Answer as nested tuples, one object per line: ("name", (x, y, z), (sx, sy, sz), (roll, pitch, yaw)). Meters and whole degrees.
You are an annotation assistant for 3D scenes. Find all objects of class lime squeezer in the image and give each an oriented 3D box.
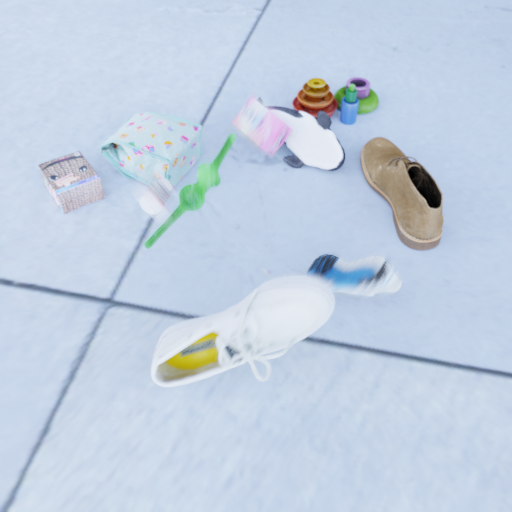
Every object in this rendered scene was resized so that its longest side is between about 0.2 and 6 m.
("lime squeezer", (-1.141, -1.296, 10.423), (0.527, 2.795, 0.987), (50, 27, 12))

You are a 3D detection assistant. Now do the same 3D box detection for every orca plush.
("orca plush", (1.070, -2.810, 13.599), (2.733, 0.972, 1.438), (21, 95, 24))

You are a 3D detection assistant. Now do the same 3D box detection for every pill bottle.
("pill bottle", (-1.562, -0.959, 8.831), (0.346, 0.346, 0.625), (9, 39, 9))

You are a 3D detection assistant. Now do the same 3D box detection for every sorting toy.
("sorting toy", (2.179, -4.224, 14.582), (2.478, 1.017, 1.489), (-18, 49, -17))

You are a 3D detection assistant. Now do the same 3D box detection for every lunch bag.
("lunch bag", (-2.416, -2.514, 12.897), (1.883, 1.148, 1.604), (22, 51, 12))

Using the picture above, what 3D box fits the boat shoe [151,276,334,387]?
("boat shoe", (-0.269, 1.247, 8.157), (2.983, 1.102, 1.272), (-19, 21, 14))

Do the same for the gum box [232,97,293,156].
("gum box", (0.160, -3.024, 13.157), (0.765, 0.446, 1.347), (-51, 60, 11))

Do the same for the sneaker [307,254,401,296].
("sneaker", (1.717, 0.441, 9.959), (1.872, 0.811, 0.702), (5, 69, 48))

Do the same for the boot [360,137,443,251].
("boot", (3.204, -1.751, 12.086), (1.255, 1.286, 3.409), (-10, 46, -7))

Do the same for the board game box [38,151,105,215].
("board game box", (-4.095, -1.647, 12.431), (0.984, 0.598, 1.235), (-27, 51, -23))
